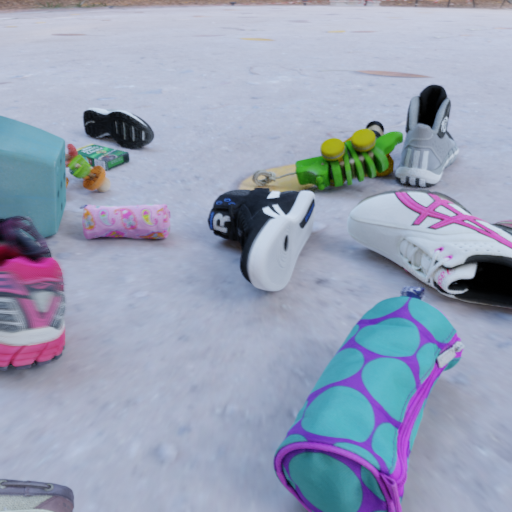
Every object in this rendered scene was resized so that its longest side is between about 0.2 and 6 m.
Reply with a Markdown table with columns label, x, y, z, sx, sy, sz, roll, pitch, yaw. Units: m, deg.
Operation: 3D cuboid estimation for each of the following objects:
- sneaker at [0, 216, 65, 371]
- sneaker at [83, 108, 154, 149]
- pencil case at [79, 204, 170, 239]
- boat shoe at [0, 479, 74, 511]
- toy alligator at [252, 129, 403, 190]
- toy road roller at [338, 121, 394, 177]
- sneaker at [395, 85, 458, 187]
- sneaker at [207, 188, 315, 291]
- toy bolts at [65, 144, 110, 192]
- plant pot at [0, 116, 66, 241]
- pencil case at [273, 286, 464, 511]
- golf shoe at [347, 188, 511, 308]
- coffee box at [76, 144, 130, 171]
| label | x | y | z | sx | sy | sz | roll | pitch | yaw |
| --- | --- | --- | --- | --- | --- | --- | --- | --- | --- |
| sneaker | -3.265 | -0.016 | 7.108 | 1.367 | 1.266 | 3.390 | -7 | 31 | -45 |
| sneaker | -3.234 | -3.198 | 13.607 | 2.310 | 0.854 | 0.916 | 23 | 32 | 35 |
| pencil case | -2.118 | -0.571 | 9.137 | 1.408 | 0.616 | 0.616 | 0 | 29 | 4 |
| boat shoe | -2.347 | 2.075 | 4.454 | 1.788 | 0.643 | 0.579 | 1 | 22 | -1 |
| toy alligator | 1.446 | -1.645 | 10.800 | 3.046 | 0.903 | 0.827 | -17 | 53 | 3 |
| toy road roller | 2.278 | -2.052 | 11.742 | 1.400 | 1.022 | 0.860 | -29 | 18 | 29 |
| sneaker | 3.763 | -2.775 | 11.834 | 1.165 | 1.793 | 3.105 | 11 | 31 | 18 |
| sneaker | -0.136 | -0.303 | 8.387 | 1.559 | 1.018 | 2.788 | 6 | 22 | 17 |
| toy bolts | -3.486 | -1.503 | 10.983 | 1.120 | 0.813 | 1.173 | -42 | 45 | 7 |
| plant pot | -4.614 | -1.259 | 9.061 | 2.829 | 1.999 | 1.998 | 2 | 29 | -12 |
| pencil case | 1.171 | 1.332 | 5.275 | 1.147 | 1.057 | 2.483 | -7 | 22 | 35 |
| golf shoe | 2.620 | -0.113 | 7.774 | 3.130 | 1.136 | 1.441 | 18 | 34 | 28 |
| coffee box | -3.467 | -2.189 | 12.368 | 1.154 | 0.254 | 0.709 | 18 | 34 | 28 |
